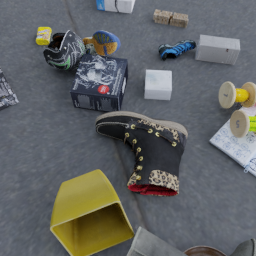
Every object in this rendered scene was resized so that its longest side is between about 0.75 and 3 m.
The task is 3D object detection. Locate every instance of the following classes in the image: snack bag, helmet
[{"bbox_3d":[4.396,0.484,9.062,2.486,0.282,2.636,-39,66,-22],"label":"snack bag"},{"bbox_3d":[-2.258,-2.830,10.349,1.388,1.456,1.456,1,57,19],"label":"helmet"}]

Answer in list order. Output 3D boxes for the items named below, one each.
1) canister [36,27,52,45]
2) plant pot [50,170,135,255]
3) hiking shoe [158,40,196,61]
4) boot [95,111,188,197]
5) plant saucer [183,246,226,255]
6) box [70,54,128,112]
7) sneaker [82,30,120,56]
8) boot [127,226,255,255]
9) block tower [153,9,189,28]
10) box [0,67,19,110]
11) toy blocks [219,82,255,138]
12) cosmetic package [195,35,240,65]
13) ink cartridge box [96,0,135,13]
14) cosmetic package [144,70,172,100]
[{"bbox_3d":[-3.527,-3.847,11.719,0.560,0.326,0.754,-1,60,-1],"label":"canister"},{"bbox_3d":[-0.964,2.086,7.248,1.661,1.661,1.465,-21,40,-4],"label":"plant pot"},{"bbox_3d":[1.987,-3.033,11.143,1.512,0.562,0.656,-11,66,4],"label":"hiking shoe"},{"bbox_3d":[0.294,0.751,8.466,2.981,1.091,2.244,11,58,-1],"label":"boot"},{"bbox_3d":[1.933,3.895,6.958,1.772,0.284,1.772,0,59,-1],"label":"plant saucer"},{"bbox_3d":[-0.959,-1.583,9.938,1.668,0.954,1.832,7,58,6],"label":"box"},{"bbox_3d":[-0.852,-3.128,10.391,1.009,0.862,2.290,-13,18,-35],"label":"sneaker"},{"bbox_3d":[1.466,3.234,6.768,2.853,1.035,2.594,24,61,22],"label":"boot"},{"bbox_3d":[1.884,-4.782,12.241,1.502,0.406,0.434,15,61,9],"label":"block tower"},{"bbox_3d":[-5.081,-1.397,10.094,1.563,0.493,1.982,-29,63,-17],"label":"box"},{"bbox_3d":[4.471,-0.613,9.207,2.468,0.896,2.057,-1,58,-15],"label":"toy blocks"},{"bbox_3d":[3.468,-3.050,10.935,1.539,0.822,0.694,6,58,5],"label":"cosmetic package"},{"bbox_3d":[-0.523,-5.938,12.785,1.632,0.687,1.180,9,59,5],"label":"ink cartridge box"},{"bbox_3d":[1.083,-1.563,10.154,0.942,0.581,0.945,3,60,2],"label":"cosmetic package"}]
